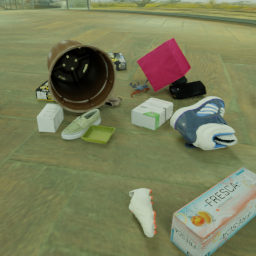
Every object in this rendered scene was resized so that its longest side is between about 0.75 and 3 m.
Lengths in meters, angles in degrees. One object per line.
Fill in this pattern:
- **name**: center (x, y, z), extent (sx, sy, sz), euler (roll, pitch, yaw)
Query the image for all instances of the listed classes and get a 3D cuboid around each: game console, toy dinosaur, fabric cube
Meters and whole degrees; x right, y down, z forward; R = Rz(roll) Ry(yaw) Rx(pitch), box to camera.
- **game console**: center (2.747, -2.305, 14.104), extent (1.611, 0.329, 2.731), euler (-10, 37, -3)
- **toy dinosaur**: center (0.591, -1.973, 14.028), extent (1.189, 1.310, 0.688), euler (20, -5, -42)
- **fabric cube**: center (1.738, -3.019, 13.337), extent (1.723, 1.717, 1.690), euler (-28, 11, 30)

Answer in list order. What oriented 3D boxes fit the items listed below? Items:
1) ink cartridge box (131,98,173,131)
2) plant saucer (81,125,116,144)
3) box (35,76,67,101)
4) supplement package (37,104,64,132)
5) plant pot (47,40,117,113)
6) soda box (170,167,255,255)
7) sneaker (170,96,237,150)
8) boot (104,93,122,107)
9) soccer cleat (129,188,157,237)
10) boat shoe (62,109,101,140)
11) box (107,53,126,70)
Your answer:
- **ink cartridge box**: center (0.998, -0.595, 11.262), extent (1.094, 0.632, 1.498), euler (19, 35, 30)
- **plant saucer**: center (-1.055, 0.262, 10.159), extent (0.986, 0.236, 0.985), euler (8, 31, 14)
- **box**: center (-3.214, -2.015, 13.866), extent (1.821, 0.563, 2.280), euler (3, 30, 9)
- **supplement package**: center (-2.999, -0.402, 10.891), extent (0.639, 0.663, 1.166), euler (4, 29, 4)
- **plant pot**: center (-2.207, -2.425, 11.900), extent (2.730, 2.730, 2.702), euler (-11, 31, -19)
- **soda box**: center (2.214, 1.926, 6.533), extent (2.650, 0.906, 0.843), euler (-21, 36, -32)
- **sneaker**: center (3.143, -0.064, 10.014), extent (2.894, 1.166, 2.119), euler (-17, 43, -36)
- **boot**: center (-0.817, -1.283, 12.771), extent (1.050, 0.369, 0.768), euler (20, 37, 32)
- **soccer cleat**: center (0.338, 2.037, 6.790), extent (0.617, 0.551, 1.591), euler (-5, 23, 0)
- **boat shoe**: center (-1.768, -0.181, 10.576), extent (0.684, 0.589, 1.900), euler (19, 34, 29)
- **box**: center (-1.158, -4.229, 17.742), extent (1.884, 0.574, 2.338), euler (-1, 29, -7)
